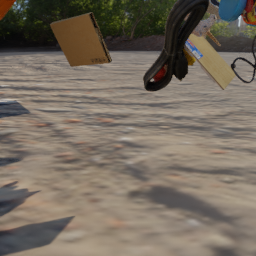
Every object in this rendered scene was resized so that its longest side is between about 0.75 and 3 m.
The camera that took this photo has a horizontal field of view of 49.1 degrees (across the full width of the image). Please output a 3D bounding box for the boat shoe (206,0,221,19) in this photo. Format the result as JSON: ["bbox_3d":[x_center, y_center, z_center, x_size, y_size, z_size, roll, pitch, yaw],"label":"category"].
[{"bbox_3d":[2.680,-3.883,8.884,0.380,0.440,1.210,-17,59,-25],"label":"boat shoe"}]

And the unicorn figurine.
[{"bbox_3d":[1.127,-2.376,4.864,1.705,1.171,0.629,29,10,-11],"label":"unicorn figurine"}]

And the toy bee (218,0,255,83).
[{"bbox_3d":[2.160,-2.048,4.449,1.440,2.199,1.196,-22,-6,-27],"label":"toy bee"}]

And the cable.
[{"bbox_3d":[0.728,-1.464,5.137,1.300,0.673,2.676,-25,-19,3],"label":"cable"}]

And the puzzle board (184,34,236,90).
[{"bbox_3d":[1.517,-1.308,5.314,0.106,1.214,0.915,-43,-3,43],"label":"puzzle board"}]

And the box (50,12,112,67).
[{"bbox_3d":[-1.867,-3.359,10.959,2.356,1.926,0.251,7,42,41],"label":"box"}]

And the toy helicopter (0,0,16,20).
[{"bbox_3d":[-2.939,-2.732,5.395,1.967,1.173,2.975,-3,-17,-41],"label":"toy helicopter"}]
